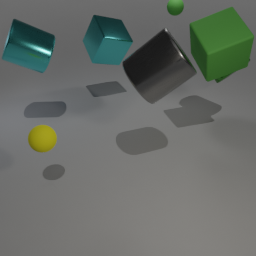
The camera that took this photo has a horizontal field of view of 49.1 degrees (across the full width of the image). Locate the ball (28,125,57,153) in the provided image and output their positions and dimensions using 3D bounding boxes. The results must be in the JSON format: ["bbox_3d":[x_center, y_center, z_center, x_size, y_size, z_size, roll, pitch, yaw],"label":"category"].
[{"bbox_3d":[-2.156,0.269,7.065,0.700,0.700,0.700,0,31,0],"label":"ball"}]

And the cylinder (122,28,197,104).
[{"bbox_3d":[0.808,-1.572,7.248,1.400,1.400,1.400,-35,25,19],"label":"cylinder"}]

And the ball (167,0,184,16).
[{"bbox_3d":[1.981,-5.070,11.707,0.700,0.700,0.700,0,31,0],"label":"ball"}]

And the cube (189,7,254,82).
[{"bbox_3d":[2.861,-2.586,8.779,1.400,1.400,1.400,-21,60,4],"label":"cube"}]

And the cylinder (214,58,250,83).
[{"bbox_3d":[3.519,-2.626,10.388,1.400,1.400,1.400,-31,85,-41],"label":"cylinder"}]

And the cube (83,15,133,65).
[{"bbox_3d":[-0.885,-3.685,11.884,1.400,1.400,1.400,-5,59,-35],"label":"cube"}]

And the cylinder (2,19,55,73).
[{"bbox_3d":[-3.374,-2.748,9.514,1.400,1.400,1.400,16,23,-28],"label":"cylinder"}]
